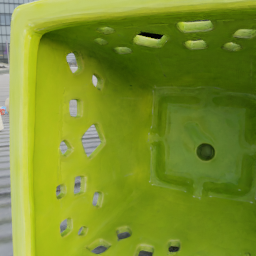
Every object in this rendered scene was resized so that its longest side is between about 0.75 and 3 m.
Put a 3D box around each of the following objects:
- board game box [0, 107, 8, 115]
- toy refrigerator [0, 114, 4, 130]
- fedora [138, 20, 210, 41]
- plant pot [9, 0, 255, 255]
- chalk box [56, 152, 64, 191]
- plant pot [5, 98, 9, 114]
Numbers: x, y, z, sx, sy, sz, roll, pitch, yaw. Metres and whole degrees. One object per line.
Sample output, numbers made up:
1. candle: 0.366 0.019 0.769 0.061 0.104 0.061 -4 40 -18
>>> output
1. board game box: -5.495 -0.720 11.566 1.029 0.207 0.787 2 14 7
2. toy refrigerator: -4.722 -0.198 8.603 1.764 0.617 0.669 6 22 28
3. fedora: 1.207 -2.365 6.578 2.448 1.118 2.448 19 2 -1
4. plant pot: 0.617 0.283 2.783 2.523 2.535 2.301 6 7 22
5. chalk box: -1.340 0.727 4.785 0.928 0.577 0.574 -8 16 -35
6. plant pot: -4.179 -0.918 10.949 0.978 1.068 1.068 -8 12 12
